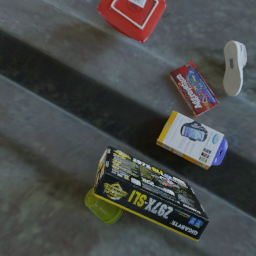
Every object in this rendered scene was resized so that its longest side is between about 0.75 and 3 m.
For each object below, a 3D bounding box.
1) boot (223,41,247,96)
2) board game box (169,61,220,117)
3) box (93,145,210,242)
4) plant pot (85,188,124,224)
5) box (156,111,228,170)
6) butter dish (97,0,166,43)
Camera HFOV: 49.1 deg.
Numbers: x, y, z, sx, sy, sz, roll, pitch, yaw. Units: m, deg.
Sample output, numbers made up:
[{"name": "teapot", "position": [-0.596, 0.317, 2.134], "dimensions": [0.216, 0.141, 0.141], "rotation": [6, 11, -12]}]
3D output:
[{"name": "boot", "position": [3.559, -1.920, 9.082], "dimensions": [0.829, 0.638, 1.734], "rotation": [-10, 102, -42]}, {"name": "board game box", "position": [2.145, -1.288, 9.115], "dimensions": [0.876, 0.166, 1.702], "rotation": [-29, 76, -3]}, {"name": "box", "position": [0.513, 1.509, 7.021], "dimensions": [2.639, 2.107, 0.651], "rotation": [26, 99, -8]}, {"name": "plant pot", "position": [-0.687, 2.014, 7.534], "dimensions": [0.859, 0.827, 0.859], "rotation": [-28, 39, 25]}, {"name": "box", "position": [1.964, 0.396, 8.446], "dimensions": [1.926, 0.399, 1.147], "rotation": [28, 71, 9]}, {"name": "butter dish", "position": [0.019, -3.733, 9.197], "dimensions": [1.830, 1.353, 1.825], "rotation": [32, 76, -11]}]
